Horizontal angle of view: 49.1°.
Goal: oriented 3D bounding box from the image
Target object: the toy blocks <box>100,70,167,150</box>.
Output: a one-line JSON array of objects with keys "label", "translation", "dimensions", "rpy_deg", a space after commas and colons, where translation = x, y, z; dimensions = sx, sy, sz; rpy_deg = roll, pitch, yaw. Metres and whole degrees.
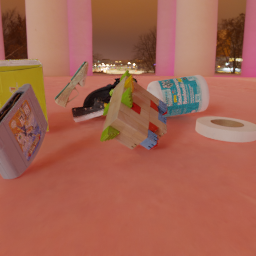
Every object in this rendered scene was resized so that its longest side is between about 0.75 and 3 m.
[{"label": "toy blocks", "translation": [0.294, -0.241, 6.860], "dimensions": [1.520, 1.111, 2.224], "rpy_deg": [33, 39, -20]}]

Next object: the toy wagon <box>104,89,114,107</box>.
[{"label": "toy wagon", "translation": [-0.052, -0.625, 8.939], "dimensions": [1.899, 0.376, 1.474], "rpy_deg": [-11, 59, -44]}]

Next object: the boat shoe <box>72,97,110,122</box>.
[{"label": "boat shoe", "translation": [-1.086, -0.747, 9.681], "dimensions": [1.799, 0.596, 0.629], "rpy_deg": [-17, 15, 3]}]

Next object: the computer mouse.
[{"label": "computer mouse", "translation": [-0.861, -1.311, 10.541], "dimensions": [2.375, 0.626, 1.645], "rpy_deg": [-34, -5, 23]}]

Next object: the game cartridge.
[{"label": "game cartridge", "translation": [-2.066, 0.057, 5.399], "dimensions": [0.364, 1.166, 1.751], "rpy_deg": [-8, 36, 13]}]

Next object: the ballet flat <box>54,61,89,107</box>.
[{"label": "ballet flat", "translation": [-2.195, -1.786, 11.724], "dimensions": [0.684, 2.193, 0.739], "rpy_deg": [39, 12, -14]}]

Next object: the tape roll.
[{"label": "tape roll", "translation": [2.761, 0.004, 7.881], "dimensions": [1.712, 0.313, 1.712], "rpy_deg": [4, 15, -1]}]

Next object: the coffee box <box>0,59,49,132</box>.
[{"label": "coffee box", "translation": [-3.478, -0.943, 8.206], "dimensions": [1.959, 1.956, 1.937], "rpy_deg": [-8, 20, -21]}]

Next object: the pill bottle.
[{"label": "pill bottle", "translation": [1.620, -1.138, 10.473], "dimensions": [2.512, 1.391, 1.391], "rpy_deg": [-9, 14, -5]}]
